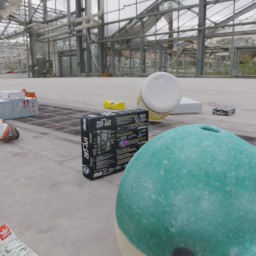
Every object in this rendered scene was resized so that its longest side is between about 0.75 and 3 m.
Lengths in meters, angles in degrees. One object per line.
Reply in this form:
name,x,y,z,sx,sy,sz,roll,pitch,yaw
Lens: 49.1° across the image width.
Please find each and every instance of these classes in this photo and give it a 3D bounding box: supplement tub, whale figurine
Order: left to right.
supplement tub,0.975,-0.963,9.362,1.303,1.303,1.805,-1,-11,-6
whale figurine,1.219,0.717,2.653,2.693,1.397,2.142,5,14,15

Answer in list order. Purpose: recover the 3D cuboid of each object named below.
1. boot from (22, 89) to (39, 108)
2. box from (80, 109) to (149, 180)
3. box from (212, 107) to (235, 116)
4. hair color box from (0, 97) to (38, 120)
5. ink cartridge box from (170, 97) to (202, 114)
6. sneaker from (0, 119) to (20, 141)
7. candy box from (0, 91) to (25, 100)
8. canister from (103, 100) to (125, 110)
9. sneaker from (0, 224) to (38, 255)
boot,-4.826,-1.233,12.420,0.685,0.979,1.826,10,17,31
box,-0.205,0.263,5.307,1.408,1.128,0.307,-11,17,-39
box,3.991,-0.698,11.661,0.717,0.226,0.909,9,15,34
hair color box,-4.818,-0.746,10.762,1.170,0.716,2.363,12,18,42
ink cartridge box,1.752,-1.025,12.532,2.376,0.514,2.332,-3,13,-6
sneaker,-3.317,0.139,7.708,0.570,0.536,1.391,26,-4,-31
candy box,-4.458,-1.274,10.827,0.645,0.275,0.769,-12,18,-42
canister,-0.639,-1.071,13.058,0.849,0.368,0.631,12,17,39
sneaker,-1.171,1.198,2.732,0.901,0.421,0.317,6,13,27
